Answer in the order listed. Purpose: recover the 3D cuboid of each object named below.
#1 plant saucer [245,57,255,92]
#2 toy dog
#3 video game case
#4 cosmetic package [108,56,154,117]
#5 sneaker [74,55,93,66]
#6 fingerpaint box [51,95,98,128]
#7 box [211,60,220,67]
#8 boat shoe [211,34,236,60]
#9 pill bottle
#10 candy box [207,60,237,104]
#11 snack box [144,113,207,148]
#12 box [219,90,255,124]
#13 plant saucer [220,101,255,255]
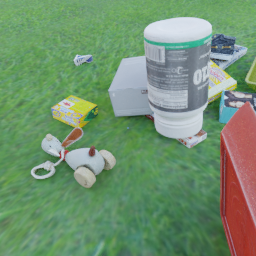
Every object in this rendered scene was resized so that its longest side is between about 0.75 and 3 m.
[{"bbox_3d":[5.777,-1.796,9.715,2.851,0.683,2.847,20,52,23],"label":"plant saucer"},{"bbox_3d":[-1.331,0.573,6.761,2.057,0.991,1.357,8,40,10],"label":"toy dog"},{"bbox_3d":[3.252,-3.326,12.134,2.827,0.311,2.577,29,48,32],"label":"video game case"},{"bbox_3d":[0.279,-1.421,9.024,1.270,1.073,2.378,-2,38,15],"label":"cosmetic package"},{"bbox_3d":[-1.902,-2.881,11.564,0.820,0.331,0.473,-22,46,-23],"label":"sneaker"},{"bbox_3d":[-1.616,-0.500,8.562,1.081,0.397,0.902,21,43,25],"label":"fingerpaint box"},{"bbox_3d":[2.775,-2.213,10.548,1.046,0.560,0.776,26,45,30],"label":"box"},{"bbox_3d":[3.130,-3.251,10.935,2.023,0.918,0.716,10,20,9],"label":"boat shoe"},{"bbox_3d":[1.259,-1.207,7.095,1.550,2.741,1.550,-5,34,3],"label":"pill bottle"},{"bbox_3d":[2.200,-2.011,9.825,1.515,0.391,2.964,-27,53,-8],"label":"candy box"},{"bbox_3d":[1.342,-0.128,8.225,0.689,0.233,1.916,-27,46,-27],"label":"snack box"},{"bbox_3d":[4.068,-0.496,8.387,2.491,0.612,1.025,9,40,11],"label":"box"},{"bbox_3d":[1.869,1.566,4.145,0.531,2.885,2.891,-8,38,9],"label":"plant saucer"}]
